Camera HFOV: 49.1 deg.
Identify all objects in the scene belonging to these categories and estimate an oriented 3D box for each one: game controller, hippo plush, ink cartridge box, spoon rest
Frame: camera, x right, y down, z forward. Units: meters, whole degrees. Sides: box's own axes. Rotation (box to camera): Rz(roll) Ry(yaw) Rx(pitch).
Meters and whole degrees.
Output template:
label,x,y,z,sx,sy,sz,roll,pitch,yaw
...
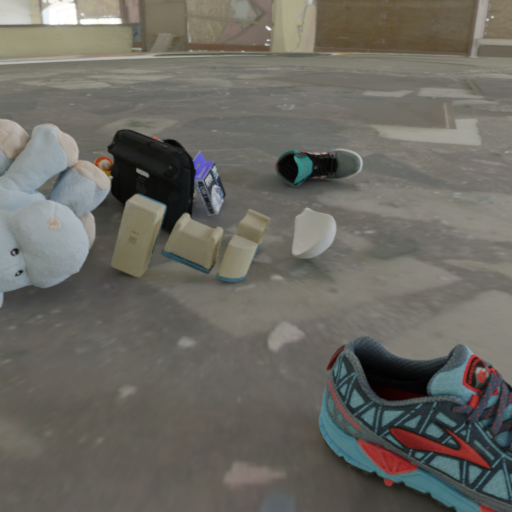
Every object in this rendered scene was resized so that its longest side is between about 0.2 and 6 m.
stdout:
label,x,y,z,sx,sy,sz,roll,pitch,yaw
game controller,-2.039,-1.455,10.652,0.620,1.536,2.944,-17,30,-33
hippo plush,-3.525,-0.641,7.982,2.893,2.304,2.326,-6,25,-14
ink cartridge box,-0.949,-1.474,11.143,0.233,1.073,1.063,-15,25,15
spoon rest,0.919,-0.434,9.315,0.862,0.526,1.736,-42,10,13

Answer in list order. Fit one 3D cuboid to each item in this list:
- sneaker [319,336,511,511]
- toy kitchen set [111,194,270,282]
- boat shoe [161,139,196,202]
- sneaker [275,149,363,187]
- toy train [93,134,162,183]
label,x,y,z,sx,sy,sz,roll,pitch,yaw
sneaker,1.780,1.431,4.661,2.689,1.284,1.066,12,27,24
toy kitchen set,-0.992,-0.250,8.982,1.989,1.172,1.593,23,27,2
boat shoe,-1.911,-1.823,12.192,1.131,0.943,3.031,-3,27,-8
sneaker,1.299,-2.036,12.705,2.032,0.850,1.227,3,19,25
toy train,-3.050,-1.963,11.892,1.729,0.640,2.301,-22,18,36
